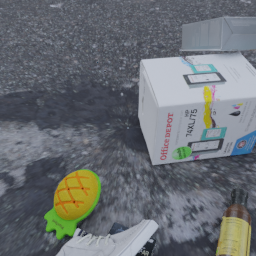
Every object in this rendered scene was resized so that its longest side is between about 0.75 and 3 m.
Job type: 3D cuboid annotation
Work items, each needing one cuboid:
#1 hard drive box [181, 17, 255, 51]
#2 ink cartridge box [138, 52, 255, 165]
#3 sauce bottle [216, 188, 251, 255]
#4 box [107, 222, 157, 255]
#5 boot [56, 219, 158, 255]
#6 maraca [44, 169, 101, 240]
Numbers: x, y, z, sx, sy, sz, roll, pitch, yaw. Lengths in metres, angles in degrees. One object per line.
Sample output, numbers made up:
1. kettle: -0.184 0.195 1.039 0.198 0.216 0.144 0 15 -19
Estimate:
1. hard drive box: 2.920 -2.776 8.455 1.761 0.868 2.260 -5 16 -15
2. ink cartridge box: 1.857 -0.563 7.636 2.865 2.102 2.092 -6 44 -7
3. sauce bottle: 2.278 2.132 5.912 0.612 0.612 1.892 16 45 16
4. box: -0.007 2.511 5.782 1.005 0.219 0.805 18 46 18
5. boot: -0.568 2.253 5.216 2.277 0.838 1.088 -39 72 -16
6. maraca: -1.235 1.665 6.291 1.099 0.858 1.603 17 67 34
